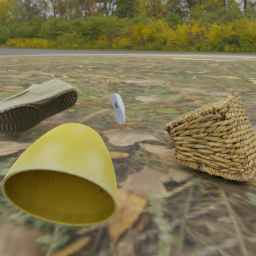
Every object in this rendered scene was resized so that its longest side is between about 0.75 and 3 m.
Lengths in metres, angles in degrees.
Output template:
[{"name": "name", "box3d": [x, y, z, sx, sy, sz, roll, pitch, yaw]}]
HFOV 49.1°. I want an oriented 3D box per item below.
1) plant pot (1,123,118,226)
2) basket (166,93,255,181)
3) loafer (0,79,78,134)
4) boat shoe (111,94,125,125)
[{"name": "plant pot", "box3d": [-0.737, 0.503, 3.525, 1.331, 1.331, 0.945, 2, 47, 6]}, {"name": "basket", "box3d": [1.776, 0.281, 5.913, 1.443, 1.506, 2.021, -23, 2, 33]}, {"name": "loafer", "box3d": [-2.644, -0.640, 7.716, 2.550, 0.965, 0.871, -24, 49, -29]}, {"name": "boat shoe", "box3d": [-0.211, -0.534, 7.862, 0.331, 0.900, 0.294, -16, -6, 36]}]
